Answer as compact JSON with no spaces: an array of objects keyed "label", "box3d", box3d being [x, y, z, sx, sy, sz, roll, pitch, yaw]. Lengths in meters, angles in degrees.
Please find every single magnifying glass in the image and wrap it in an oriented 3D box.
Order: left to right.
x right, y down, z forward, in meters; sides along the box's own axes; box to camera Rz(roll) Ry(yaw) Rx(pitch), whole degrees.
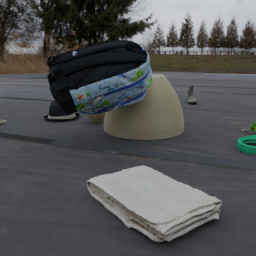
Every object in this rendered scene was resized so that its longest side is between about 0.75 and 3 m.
[{"label":"magnifying glass","box3d":[4.154,0.356,8.422,1.069,0.301,2.687,12,20,41]}]

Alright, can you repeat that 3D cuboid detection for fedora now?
[{"label":"fedora","box3d":[-2.813,-0.786,11.884,1.640,0.749,1.640,0,15,0]}]

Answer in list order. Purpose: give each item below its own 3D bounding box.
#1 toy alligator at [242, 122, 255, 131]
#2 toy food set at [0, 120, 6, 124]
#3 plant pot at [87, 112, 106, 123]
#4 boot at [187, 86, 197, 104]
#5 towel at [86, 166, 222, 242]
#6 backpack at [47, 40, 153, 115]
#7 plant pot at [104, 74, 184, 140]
[{"label":"toy alligator","box3d":[4.355,-0.084,9.348,0.388,0.355,1.309,-15,7,-34]},{"label":"toy food set","box3d":[-5.240,-0.220,10.908,0.935,0.188,0.646,15,27,30]},{"label":"plant pot","box3d":[-1.249,-0.519,11.141,0.831,0.558,0.831,-6,16,2]},{"label":"boot","box3d":[3.586,-1.900,15.883,0.494,0.954,1.460,0,14,1]},{"label":"towel","box3d":[0.376,1.194,4.865,1.418,0.369,2.140,-8,16,-34]},{"label":"backpack","box3d":[-0.661,-1.496,8.006,2.725,2.095,2.223,-28,42,3]},{"label":"plant pot","box3d":[0.573,-0.911,9.953,2.905,1.950,2.905,0,13,0]}]
